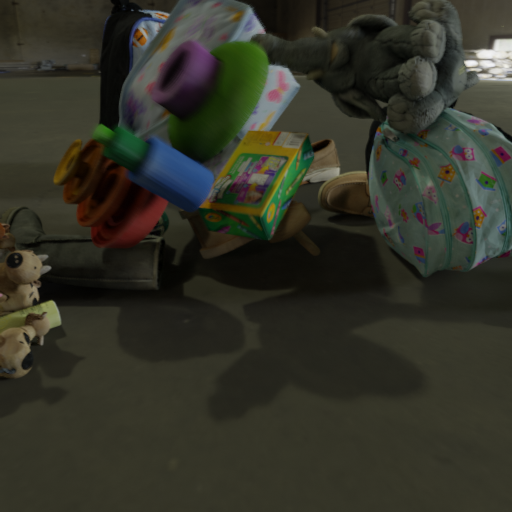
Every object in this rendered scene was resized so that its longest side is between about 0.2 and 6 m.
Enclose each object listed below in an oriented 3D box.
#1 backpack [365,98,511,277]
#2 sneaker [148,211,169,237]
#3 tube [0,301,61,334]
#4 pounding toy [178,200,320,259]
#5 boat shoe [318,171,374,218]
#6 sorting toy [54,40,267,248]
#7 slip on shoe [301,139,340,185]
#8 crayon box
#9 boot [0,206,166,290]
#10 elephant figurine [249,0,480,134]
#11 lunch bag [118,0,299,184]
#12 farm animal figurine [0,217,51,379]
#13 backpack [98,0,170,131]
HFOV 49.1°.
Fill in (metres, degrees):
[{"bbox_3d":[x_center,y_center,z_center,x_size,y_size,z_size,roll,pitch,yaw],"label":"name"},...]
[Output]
[{"bbox_3d":[2.697,-0.916,8.066,1.895,2.499,2.994,-22,26,0],"label":"backpack"},{"bbox_3d":[-1.862,-0.678,8.602,0.816,0.794,2.049,-27,22,-30],"label":"sneaker"},{"bbox_3d":[-2.750,0.801,6.087,1.173,0.305,0.340,-18,-11,-28],"label":"tube"},{"bbox_3d":[-0.090,-0.414,8.480,1.600,1.606,2.799,-27,12,2],"label":"pounding toy"},{"bbox_3d":[2.230,-1.079,10.113,2.202,0.785,0.711,-4,21,-12],"label":"boat shoe"},{"bbox_3d":[-1.253,-1.341,6.264,1.253,3.052,1.834,29,21,-34],"label":"sorting toy"},{"bbox_3d":[0.713,-1.972,12.245,2.839,0.860,1.079,-14,26,-32],"label":"slip on shoe"},{"bbox_3d":[0.029,-0.942,7.109,0.904,0.443,1.521,10,55,29],"label":"crayon box"},{"bbox_3d":[-2.383,-0.132,7.702,2.236,0.811,2.033,-9,36,-3],"label":"boot"},{"bbox_3d":[1.471,-2.628,7.633,2.406,1.867,1.702,17,63,37],"label":"elephant figurine"},{"bbox_3d":[-0.784,-2.467,9.135,1.681,2.644,2.242,37,1,28],"label":"lunch bag"},{"bbox_3d":[-2.640,0.386,5.975,0.926,1.776,1.757,-10,-5,-20],"label":"farm animal figurine"},{"bbox_3d":[-1.349,-3.443,12.402,3.730,3.916,3.017,-11,34,-41],"label":"backpack"}]
